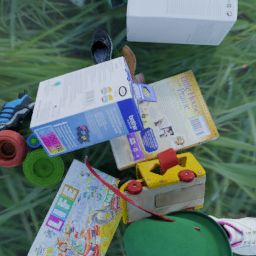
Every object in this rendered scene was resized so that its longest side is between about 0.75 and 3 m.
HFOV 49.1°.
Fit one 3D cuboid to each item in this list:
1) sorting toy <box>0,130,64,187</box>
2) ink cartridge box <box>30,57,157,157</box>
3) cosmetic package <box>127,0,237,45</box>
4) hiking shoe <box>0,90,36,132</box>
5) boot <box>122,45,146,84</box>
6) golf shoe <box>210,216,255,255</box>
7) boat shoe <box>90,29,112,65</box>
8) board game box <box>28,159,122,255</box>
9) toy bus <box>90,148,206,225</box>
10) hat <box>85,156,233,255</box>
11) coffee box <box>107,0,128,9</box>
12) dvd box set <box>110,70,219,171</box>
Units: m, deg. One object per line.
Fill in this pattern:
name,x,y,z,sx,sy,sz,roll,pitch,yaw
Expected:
sorting toy,-2.756,0.696,7.975,2.183,0.896,1.312,28,97,-7
ink cartridge box,-0.791,-0.658,7.132,2.928,1.118,1.998,-17,41,7
cosmetic package,1.463,-3.281,8.243,2.967,1.508,1.098,5,80,0
hiking shoe,-3.495,-0.296,8.209,1.807,0.672,0.783,-39,75,-16
boot,-0.197,-1.726,8.521,1.084,0.535,1.396,-23,88,1
golf shoe,2.867,2.864,7.315,2.716,1.243,1.023,4,79,-1
boat shoe,-0.840,-2.400,8.448,0.634,0.563,1.697,-4,70,9
board game box,-1.230,2.524,7.734,1.877,0.478,2.792,24,81,4
toy bus,0.659,1.535,7.338,2.677,1.383,2.526,34,105,-28
hat,0.303,2.113,5.618,2.431,2.762,2.288,49,50,-31
coffee box,-0.323,-5.020,8.769,1.540,0.551,2.505,-25,69,-4
dvd box set,0.807,-0.239,8.037,2.917,0.429,2.134,-19,74,1
